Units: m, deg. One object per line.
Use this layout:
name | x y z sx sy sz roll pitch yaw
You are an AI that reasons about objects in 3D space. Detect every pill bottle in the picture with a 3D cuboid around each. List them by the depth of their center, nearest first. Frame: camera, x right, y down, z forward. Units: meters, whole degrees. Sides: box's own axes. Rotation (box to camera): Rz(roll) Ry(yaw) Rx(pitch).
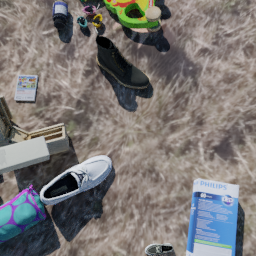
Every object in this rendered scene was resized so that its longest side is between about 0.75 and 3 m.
pill bottle | -2.915 -4.870 12.042 0.644 0.644 1.152 -1 73 0

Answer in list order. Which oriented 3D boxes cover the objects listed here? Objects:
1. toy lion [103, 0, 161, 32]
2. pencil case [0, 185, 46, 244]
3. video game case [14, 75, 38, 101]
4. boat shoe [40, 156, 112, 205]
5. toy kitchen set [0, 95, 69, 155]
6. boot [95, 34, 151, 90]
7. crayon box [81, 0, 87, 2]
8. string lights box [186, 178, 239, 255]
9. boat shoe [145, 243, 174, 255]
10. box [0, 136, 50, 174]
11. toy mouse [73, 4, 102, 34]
toy lion | 0.155 -5.588 12.236 2.629 0.941 2.742 1 73 8
pencil case | -4.190 3.058 9.257 2.798 1.190 1.293 -26 106 -9
video game case | -4.103 -1.618 11.312 0.795 0.100 1.110 2 73 1
boat shoe | -1.689 1.795 9.648 2.751 0.899 1.012 -33 84 -20
toy kitchen set | -3.720 -0.540 9.998 2.456 2.722 2.221 -16 30 -6
boot | -0.240 -2.465 10.748 2.428 1.679 0.940 27 75 7
crayon box | -2.032 -6.703 12.665 1.093 0.536 1.840 -30 75 -9
string lights box | 2.842 3.199 9.427 1.407 0.807 2.738 10 73 3
boat shoe | 1.052 4.066 9.424 0.962 0.306 0.340 -10 73 -3
box | -2.382 0.607 6.124 1.220 0.417 0.501 -15 72 -22
toy mouse | -1.768 -4.811 12.203 1.374 0.299 1.546 13 73 4
